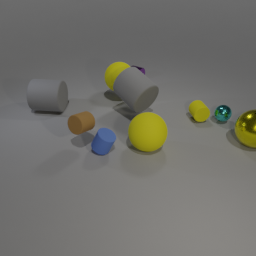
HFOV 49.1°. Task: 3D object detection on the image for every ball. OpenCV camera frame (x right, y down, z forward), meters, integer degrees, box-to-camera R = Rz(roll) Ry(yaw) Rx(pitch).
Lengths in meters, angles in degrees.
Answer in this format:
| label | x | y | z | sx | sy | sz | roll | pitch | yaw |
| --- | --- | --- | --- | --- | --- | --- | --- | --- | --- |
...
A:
| label | x | y | z | sx | sy | sz | roll | pitch | yaw |
| --- | --- | --- | --- | --- | --- | --- | --- | --- | --- |
| ball | 3.969 | -0.619 | 11.704 | 0.700 | 0.700 | 0.700 | 0 | 32 | 0 |
| ball | 0.704 | 0.140 | 9.979 | 1.400 | 1.400 | 1.400 | 0 | 32 | 0 |
| ball | 4.613 | 0.024 | 10.158 | 1.400 | 1.400 | 1.400 | 0 | 32 | 0 |
| ball | -0.401 | -2.388 | 13.162 | 1.400 | 1.400 | 1.400 | 0 | 32 | 0 |

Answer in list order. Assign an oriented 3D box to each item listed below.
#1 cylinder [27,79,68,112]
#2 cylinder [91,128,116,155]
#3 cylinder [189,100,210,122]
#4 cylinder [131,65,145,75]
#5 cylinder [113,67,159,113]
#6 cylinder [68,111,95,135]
| label | x | y | z | sx | sy | sz | roll | pitch | yaw |
| --- | --- | --- | --- | --- | --- | --- | --- | --- | --- |
| cylinder | -3.561 | -1.452 | 12.507 | 1.400 | 1.400 | 1.400 | 4 | 32 | 6 |
| cylinder | -0.866 | 0.470 | 9.915 | 0.700 | 0.700 | 0.700 | 20 | 36 | -16 |
| cylinder | 3.014 | -0.725 | 11.866 | 0.700 | 0.700 | 0.700 | -5 | 32 | -8 |
| cylinder | 0.503 | -3.124 | 15.850 | 0.700 | 0.700 | 0.700 | 22 | 38 | 30 |
| cylinder | 0.329 | -1.605 | 11.748 | 1.400 | 1.400 | 1.400 | -25 | 59 | -34 |
| cylinder | -1.630 | -0.183 | 9.820 | 0.700 | 0.700 | 0.700 | 19 | 24 | 27 |
